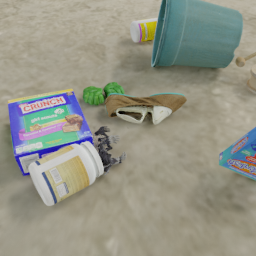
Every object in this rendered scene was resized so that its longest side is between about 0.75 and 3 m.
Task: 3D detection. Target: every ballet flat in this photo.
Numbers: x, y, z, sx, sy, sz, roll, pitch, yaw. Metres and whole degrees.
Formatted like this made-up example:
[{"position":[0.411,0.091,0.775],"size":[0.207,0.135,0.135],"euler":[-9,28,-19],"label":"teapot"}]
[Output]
[{"position":[0.553,-0.597,9.026],"size":[2.656,0.901,0.961],"euler":[2,63,3],"label":"ballet flat"}]

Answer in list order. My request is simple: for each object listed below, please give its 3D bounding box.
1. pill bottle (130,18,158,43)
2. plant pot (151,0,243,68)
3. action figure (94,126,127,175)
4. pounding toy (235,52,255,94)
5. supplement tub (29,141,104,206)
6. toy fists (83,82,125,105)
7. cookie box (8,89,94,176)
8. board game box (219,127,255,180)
[{"position":[1.108,-4.656,13.224],"size":[1.854,0.967,0.967],"euler":[-14,45,-14],"label":"pill bottle"},{"position":[2.614,-3.659,10.965],"size":[2.919,2.980,2.980],"euler":[8,43,-3],"label":"plant pot"},{"position":[-0.485,0.579,7.649],"size":[0.784,0.913,1.537],"euler":[-15,38,-2],"label":"action figure"},{"position":[5.172,-2.072,10.069],"size":[2.526,1.449,1.444],"euler":[13,40,14],"label":"pounding toy"},{"position":[-1.503,1.074,6.924],"size":[1.561,1.127,1.127],"euler":[-25,48,-25],"label":"supplement tub"},{"position":[-0.857,-1.216,9.854],"size":[1.479,0.509,0.754],"euler":[-13,45,-15],"label":"toy fists"},{"position":[-2.296,-0.008,8.224],"size":[2.062,0.906,2.410],"euler":[-14,44,-17],"label":"cookie box"},{"position":[3.221,0.623,6.664],"size":[1.313,1.726,0.388],"euler":[22,54,-7],"label":"board game box"}]
